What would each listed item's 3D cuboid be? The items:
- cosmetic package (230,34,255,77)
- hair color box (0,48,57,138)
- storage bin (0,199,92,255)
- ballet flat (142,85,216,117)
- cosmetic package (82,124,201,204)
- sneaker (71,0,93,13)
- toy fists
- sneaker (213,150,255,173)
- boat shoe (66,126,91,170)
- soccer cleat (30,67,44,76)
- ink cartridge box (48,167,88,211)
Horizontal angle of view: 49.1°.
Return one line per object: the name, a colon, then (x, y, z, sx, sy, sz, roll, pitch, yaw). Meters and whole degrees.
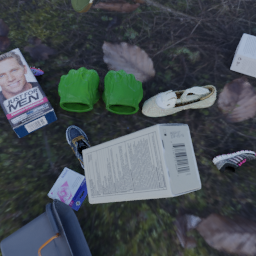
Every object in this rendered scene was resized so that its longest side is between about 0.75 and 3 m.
cosmetic package: (5.343, -2.544, 10.618, 2.475, 0.882, 1.255, 21, 62, 12)
hair color box: (-3.768, -1.245, 9.667, 1.428, 0.864, 2.856, -29, 71, -16)
storage bin: (-1.930, 3.319, 6.790, 1.714, 1.857, 2.552, -29, 63, -4)
ballet flat: (1.774, -1.051, 9.773, 2.692, 0.839, 0.908, -12, 60, -6)
cosmetic package: (0.125, 0.748, 5.326, 0.831, 2.275, 1.178, -1, 78, -41)
sneaker: (-1.623, -5.083, 8.960, 0.946, 2.822, 1.267, 44, 43, 18)
toy fists: (-0.946, -1.312, 9.863, 2.951, 1.015, 1.504, 3, 67, 0)
sneaker: (3.368, 1.094, 8.732, 1.327, 0.489, 0.580, -11, 61, -1)
boat shoe: (-1.504, 0.482, 8.892, 0.622, 0.798, 1.759, -26, 63, -15)
soccer cleat: (-3.837, -2.105, 10.709, 1.212, 0.404, 0.464, 8, 89, -1)
ink cartridge box: (-1.718, 1.824, 8.451, 1.011, 0.219, 0.993, 21, 61, 14)
